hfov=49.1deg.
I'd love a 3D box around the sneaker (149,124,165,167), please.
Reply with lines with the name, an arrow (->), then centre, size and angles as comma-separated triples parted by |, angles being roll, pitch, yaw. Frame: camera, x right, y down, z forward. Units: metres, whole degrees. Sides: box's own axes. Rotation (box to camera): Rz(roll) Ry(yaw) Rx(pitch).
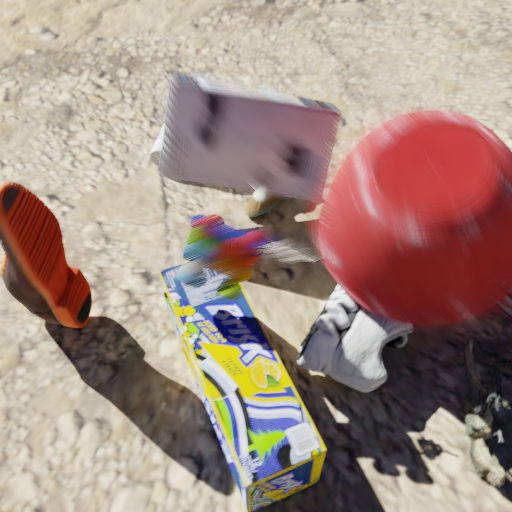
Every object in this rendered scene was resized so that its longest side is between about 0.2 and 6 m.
sneaker -> -1.160, -2.460, 12.009 | 2.056, 0.757, 1.188 | 6, 54, 6

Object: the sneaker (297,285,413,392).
sneaker -> 2.014, 0.672, 9.301 | 1.429, 1.325, 3.527 | 29, 60, 9

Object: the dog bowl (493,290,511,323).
dog bowl -> 4.960, 0.390, 9.682 | 2.185, 0.806, 2.185 | 0, 51, -1

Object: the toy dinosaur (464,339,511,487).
toy dinosaur -> 3.367, 2.029, 8.200 | 0.568, 1.055, 2.394 | 13, 52, -3

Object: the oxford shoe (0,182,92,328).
oxford shoe -> -3.460, 0.129, 8.404 | 1.079, 2.974, 1.059 | 2, 48, 8

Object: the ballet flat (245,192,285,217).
ballet flat -> 0.385, -1.347, 11.212 | 1.548, 0.560, 0.525 | -28, 39, -20

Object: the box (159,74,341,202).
box -> -0.161, -2.106, 10.138 | 3.003, 1.752, 0.903 | 10, 23, -7

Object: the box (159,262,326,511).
box -> -0.312, 1.716, 8.311 | 1.151, 1.254, 3.580 | -18, 53, -14

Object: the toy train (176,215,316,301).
toy train -> -0.190, 0.182, 7.822 | 1.786, 1.033, 0.756 | 24, 11, 4

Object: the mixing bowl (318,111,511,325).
mixing bowl -> 2.437, -0.845, 8.069 | 3.283, 1.778, 3.283 | -5, 63, 10
